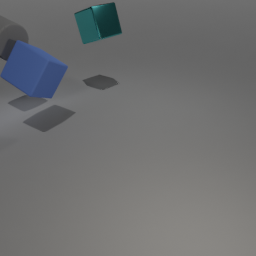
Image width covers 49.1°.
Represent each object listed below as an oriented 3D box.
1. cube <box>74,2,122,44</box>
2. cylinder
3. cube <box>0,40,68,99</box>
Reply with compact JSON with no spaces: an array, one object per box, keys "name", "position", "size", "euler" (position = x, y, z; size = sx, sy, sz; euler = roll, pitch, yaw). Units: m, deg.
[{"name":"cube","position":[-1.359,-4.793,12.860],"size":[1.400,1.400,1.400],"euler":[-30,24,-37]},{"name":"cylinder","position":[-4.710,-3.388,10.438],"size":[1.400,1.400,1.400],"euler":[30,40,23]},{"name":"cube","position":[-3.274,-2.010,9.908],"size":[1.400,1.400,1.400],"euler":[33,11,11]}]
